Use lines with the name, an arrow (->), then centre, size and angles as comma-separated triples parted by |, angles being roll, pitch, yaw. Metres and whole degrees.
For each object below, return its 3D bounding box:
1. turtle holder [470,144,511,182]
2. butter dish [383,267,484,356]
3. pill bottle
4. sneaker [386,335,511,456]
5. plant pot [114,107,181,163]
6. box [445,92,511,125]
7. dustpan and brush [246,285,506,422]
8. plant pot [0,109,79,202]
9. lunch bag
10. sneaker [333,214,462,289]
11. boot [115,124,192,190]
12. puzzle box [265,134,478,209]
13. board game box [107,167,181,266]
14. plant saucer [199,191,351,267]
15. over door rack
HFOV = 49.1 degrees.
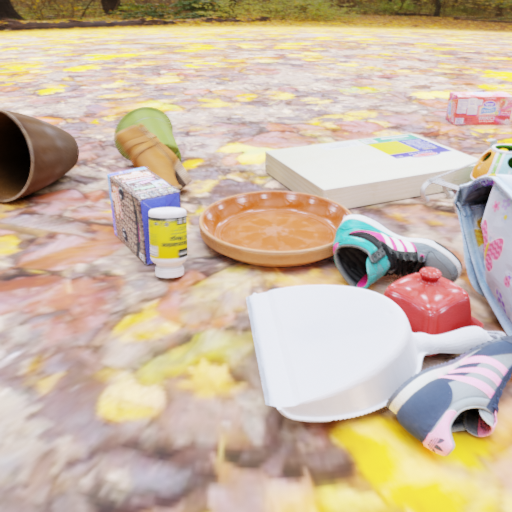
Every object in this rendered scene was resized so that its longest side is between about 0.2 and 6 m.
turtle holder -> 4.994, -1.554, 10.889 | 1.531, 1.087, 1.163 | 13, 29, 24
butter dish -> 2.140, 0.549, 7.049 | 1.165, 0.861, 1.162 | -17, 33, -31
pill bottle -> -1.295, -0.197, 8.288 | 0.556, 0.988, 0.556 | 0, 13, 0
sneaker -> 2.253, 1.437, 5.749 | 1.914, 0.672, 0.785 | -17, 50, -27
plant pot -> -2.289, -2.415, 12.535 | 1.393, 1.393, 1.323 | -14, 43, -26
box -> 6.636, -4.409, 16.691 | 1.686, 0.865, 0.798 | -1, 27, -1
dustpan and brush -> 1.458, 0.981, 6.375 | 2.889, 0.827, 2.016 | -12, 32, 0
plant pot -> -4.650, -2.116, 11.599 | 1.784, 1.784, 1.909 | 10, 16, 19
lunch bag -> 4.285, -0.017, 6.989 | 2.671, 2.002, 3.149 | -4, 38, -5
sneaker -> 1.904, 0.123, 8.002 | 1.891, 0.791, 1.142 | 23, 44, 18
boot -> -2.071, -1.775, 10.700 | 0.781, 1.581, 2.036 | -35, 11, 26
puzzle box -> 2.560, -1.919, 12.214 | 4.061, 0.516, 2.702 | -11, 29, -20
board game box -> -1.809, -0.683, 9.144 | 0.685, 1.129, 1.416 | -16, 31, -29
plant saucer -> 0.350, -0.473, 9.531 | 2.625, 0.424, 2.625 | 1, 27, 0
over door rack -> 4.534, -1.351, 10.697 | 2.275, 0.758, 1.680 | -32, 37, -23
